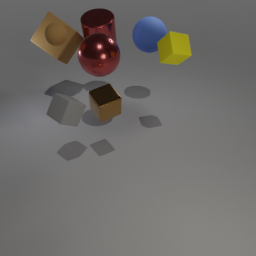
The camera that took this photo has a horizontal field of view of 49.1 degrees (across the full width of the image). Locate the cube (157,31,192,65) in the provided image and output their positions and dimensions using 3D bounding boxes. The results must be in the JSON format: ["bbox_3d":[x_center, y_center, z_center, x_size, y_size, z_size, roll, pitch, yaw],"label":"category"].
[{"bbox_3d":[1.400,-2.407,8.522,0.700,0.700,0.700,-1,-12,-28],"label":"cube"}]

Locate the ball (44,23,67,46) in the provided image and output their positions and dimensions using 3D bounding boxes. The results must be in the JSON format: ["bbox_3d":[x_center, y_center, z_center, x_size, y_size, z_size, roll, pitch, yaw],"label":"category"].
[{"bbox_3d":[-2.281,-2.957,8.860,0.700,0.700,0.700,0,33,0],"label":"ball"}]

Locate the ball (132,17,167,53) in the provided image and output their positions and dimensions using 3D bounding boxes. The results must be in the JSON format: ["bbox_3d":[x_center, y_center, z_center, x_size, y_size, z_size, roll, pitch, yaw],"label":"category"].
[{"bbox_3d":[0.875,-3.767,11.352,1.400,1.400,1.400,0,33,0],"label":"ball"}]

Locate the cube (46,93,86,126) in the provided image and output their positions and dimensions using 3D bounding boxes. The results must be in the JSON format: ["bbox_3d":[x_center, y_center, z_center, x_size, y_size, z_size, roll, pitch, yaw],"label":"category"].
[{"bbox_3d":[-1.786,-0.526,8.113,0.700,0.700,0.700,30,11,31],"label":"cube"}]

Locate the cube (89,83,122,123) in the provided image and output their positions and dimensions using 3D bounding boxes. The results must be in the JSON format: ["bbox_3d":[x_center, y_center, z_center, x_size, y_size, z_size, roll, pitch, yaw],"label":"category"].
[{"bbox_3d":[-0.654,-0.726,8.088,0.700,0.700,0.700,-25,58,-20],"label":"cube"}]

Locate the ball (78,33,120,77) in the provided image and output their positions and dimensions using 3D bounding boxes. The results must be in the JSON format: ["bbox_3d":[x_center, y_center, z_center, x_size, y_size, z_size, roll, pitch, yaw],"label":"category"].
[{"bbox_3d":[-0.948,-2.394,9.235,1.400,1.400,1.400,0,33,0],"label":"ball"}]

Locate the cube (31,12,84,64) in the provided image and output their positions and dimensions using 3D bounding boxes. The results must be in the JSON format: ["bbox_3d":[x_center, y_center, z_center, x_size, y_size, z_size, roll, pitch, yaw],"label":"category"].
[{"bbox_3d":[-2.959,-3.763,11.904,1.400,1.400,1.400,35,6,0],"label":"cube"}]

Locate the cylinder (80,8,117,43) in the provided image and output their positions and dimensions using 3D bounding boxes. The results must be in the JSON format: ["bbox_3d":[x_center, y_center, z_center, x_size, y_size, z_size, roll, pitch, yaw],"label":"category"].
[{"bbox_3d":[-1.216,-4.085,11.930,1.400,1.400,1.400,-2,53,2],"label":"cylinder"}]
